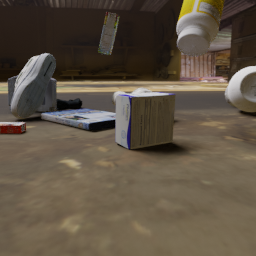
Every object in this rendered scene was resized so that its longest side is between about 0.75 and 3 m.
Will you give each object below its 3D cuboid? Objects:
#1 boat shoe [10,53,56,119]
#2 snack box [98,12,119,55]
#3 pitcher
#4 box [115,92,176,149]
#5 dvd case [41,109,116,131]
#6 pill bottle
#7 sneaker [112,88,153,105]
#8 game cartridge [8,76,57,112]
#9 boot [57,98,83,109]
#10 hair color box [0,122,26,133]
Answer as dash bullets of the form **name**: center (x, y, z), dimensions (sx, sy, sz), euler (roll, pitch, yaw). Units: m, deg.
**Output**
- **boat shoe**: center (-3.677, -1.567, 10.503), dimensions (0.993, 1.094, 2.975), euler (3, 52, 23)
- **snack box**: center (-0.641, -3.159, 9.445), dimensions (0.438, 1.294, 1.092), euler (12, 16, -4)
- **pitcher**: center (5.408, -1.594, 11.537), dimensions (2.519, 1.780, 2.937), euler (-8, 0, 15)
- **box**: center (0.392, -0.209, 6.397), dimensions (1.255, 1.155, 0.659), euler (-7, 15, -33)
- **dvd case**: center (-1.320, -0.343, 9.383), dimensions (2.804, 0.246, 2.001), euler (11, 15, 44)
- **pill bottle**: center (2.175, -3.312, 8.506), dimensions (1.234, 2.195, 1.234), euler (15, -24, 7)
- **sneaker**: center (0.383, -1.354, 13.429), dimensions (2.291, 0.853, 0.998), euler (-16, 29, -32)
- **game cartridge**: center (-3.963, -1.452, 11.616), dimensions (2.282, 1.519, 0.474), euler (5, 3, 19)
- **boot**: center (-2.643, -1.095, 12.488), dimensions (1.022, 0.465, 1.217), euler (-2, 5, 9)
- **hair color box**: center (-3.272, -0.007, 7.718), dimensions (0.775, 0.248, 0.430), euler (-1, 12, 1)
